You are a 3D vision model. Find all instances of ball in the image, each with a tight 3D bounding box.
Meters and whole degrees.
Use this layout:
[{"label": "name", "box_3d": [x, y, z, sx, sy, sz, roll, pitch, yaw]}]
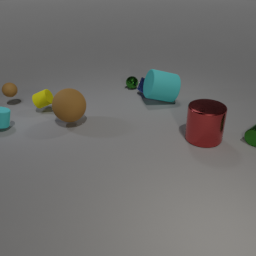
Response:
[{"label": "ball", "box_3d": [-5.663, -1.824, 13.413, 0.700, 0.700, 0.700, 0, 28, 0]}, {"label": "ball", "box_3d": [0.223, -2.540, 15.649, 0.700, 0.700, 0.700, 0, 28, 0]}, {"label": "ball", "box_3d": [-2.434, -0.941, 11.613, 1.400, 1.400, 1.400, 0, 28, 0]}]

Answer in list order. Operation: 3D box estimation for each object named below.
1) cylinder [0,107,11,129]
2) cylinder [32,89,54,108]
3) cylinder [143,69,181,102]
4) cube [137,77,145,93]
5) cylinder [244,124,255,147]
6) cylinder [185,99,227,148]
[{"label": "cylinder", "box_3d": [-5.175, -0.425, 11.388, 0.700, 0.700, 0.700, 12, 20, -4]}, {"label": "cylinder", "box_3d": [-3.875, -1.331, 12.794, 0.700, 0.700, 0.700, -20, 24, 16]}, {"label": "cylinder", "box_3d": [1.638, -2.057, 13.711, 1.400, 1.400, 1.400, 8, 25, -18]}, {"label": "cube", "box_3d": [1.038, -2.182, 14.776, 0.700, 0.700, 0.700, 9, 19, -35]}, {"label": "cylinder", "box_3d": [4.842, 0.243, 10.458, 0.700, 0.700, 0.700, -27, 38, -34]}, {"label": "cylinder", "box_3d": [2.915, -0.198, 10.556, 1.400, 1.400, 1.400, -1, 29, 0]}]
